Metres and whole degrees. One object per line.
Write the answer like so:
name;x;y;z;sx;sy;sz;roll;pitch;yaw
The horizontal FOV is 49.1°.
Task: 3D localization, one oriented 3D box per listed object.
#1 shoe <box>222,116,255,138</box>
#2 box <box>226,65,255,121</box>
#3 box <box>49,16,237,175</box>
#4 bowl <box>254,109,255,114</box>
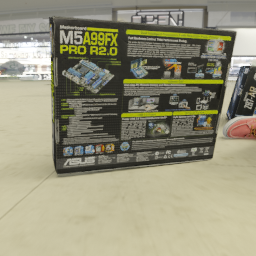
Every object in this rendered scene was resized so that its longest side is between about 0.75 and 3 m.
shoe;2.794;0.027;6.154;1.320;0.471;0.600;-11;24;-16
box;3.246;-0.918;7.810;0.433;1.595;1.991;15;16;12
box;0.207;-0.472;4.261;2.661;2.132;0.589;-3;21;-19
bowl;4.722;-1.032;9.839;1.306;0.256;1.306;-31;33;23
